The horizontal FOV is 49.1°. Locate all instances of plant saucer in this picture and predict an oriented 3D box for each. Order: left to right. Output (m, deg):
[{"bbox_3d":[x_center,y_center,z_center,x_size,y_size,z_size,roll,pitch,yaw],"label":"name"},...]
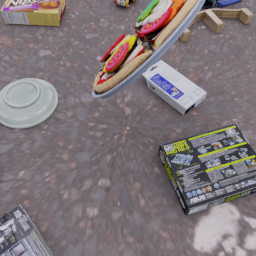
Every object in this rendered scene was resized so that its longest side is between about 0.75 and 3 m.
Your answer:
[{"bbox_3d":[-3.012,-0.864,8.132,1.890,0.474,1.890,0,56,0],"label":"plant saucer"}]

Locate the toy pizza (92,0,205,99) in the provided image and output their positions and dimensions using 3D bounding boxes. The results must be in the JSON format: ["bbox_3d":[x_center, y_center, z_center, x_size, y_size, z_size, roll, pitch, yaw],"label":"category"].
[{"bbox_3d":[0.221,-1.743,5.398,0.460,2.904,2.904,42,57,-19],"label":"toy pizza"}]

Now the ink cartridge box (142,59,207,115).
[{"bbox_3d":[1.320,-1.270,8.474,0.952,0.375,1.914,-36,64,-22],"label":"ink cartridge box"}]

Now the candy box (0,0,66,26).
[{"bbox_3d":[-3.511,-4.469,10.538,2.097,0.592,1.223,4,55,1],"label":"candy box"}]

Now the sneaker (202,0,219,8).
[{"bbox_3d":[3.357,-5.129,10.866,2.093,0.773,0.847,-17,67,10],"label":"sneaker"}]

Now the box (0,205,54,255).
[{"bbox_3d":[-2.352,2.681,5.705,1.378,0.435,1.747,-36,63,-22],"label":"box"}]

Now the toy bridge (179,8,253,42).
[{"bbox_3d":[3.105,-3.947,10.289,2.987,0.407,1.004,-19,57,-13],"label":"toy bridge"}]

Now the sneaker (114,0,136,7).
[{"bbox_3d":[0.197,-5.403,11.213,0.704,0.667,1.714,33,71,16],"label":"sneaker"}]

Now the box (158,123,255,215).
[{"bbox_3d":[2.081,0.939,6.881,2.192,0.485,1.756,-15,56,-10],"label":"box"}]

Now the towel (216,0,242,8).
[{"bbox_3d":[3.798,-5.558,11.531,1.173,0.193,1.620,-21,58,-15],"label":"towel"}]
